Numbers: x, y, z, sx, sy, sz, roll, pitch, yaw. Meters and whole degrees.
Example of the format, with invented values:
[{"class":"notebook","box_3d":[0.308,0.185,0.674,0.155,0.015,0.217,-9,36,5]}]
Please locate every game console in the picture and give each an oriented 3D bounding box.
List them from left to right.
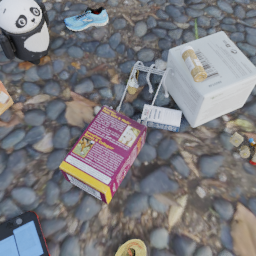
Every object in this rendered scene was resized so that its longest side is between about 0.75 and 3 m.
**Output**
[{"class":"game console","box_3d":[-3.390,3.689,8.703,1.618,0.284,1.829,-23,63,-12]}]

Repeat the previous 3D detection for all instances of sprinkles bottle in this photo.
[{"class":"sprinkles bottle","box_3d":[2.110,-2.081,9.085,0.450,0.450,1.318,-12,56,-7]}]

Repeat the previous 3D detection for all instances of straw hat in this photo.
[{"class":"straw hat","box_3d":[-0.058,3.831,8.455,1.253,1.253,0.530,-39,26,-19]}]

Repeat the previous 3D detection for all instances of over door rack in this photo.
[{"class":"over door rack","box_3d":[0.554,-1.292,10.716,1.794,0.809,2.429,24,84,44]}]

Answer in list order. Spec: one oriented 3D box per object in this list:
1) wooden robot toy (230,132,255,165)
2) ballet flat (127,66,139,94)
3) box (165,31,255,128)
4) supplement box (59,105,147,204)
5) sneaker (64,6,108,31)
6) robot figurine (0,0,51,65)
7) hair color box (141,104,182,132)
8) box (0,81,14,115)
[{"class":"wooden robot toy","box_3d":[4.743,0.768,10.211,2.137,0.942,0.970,22,28,12]},{"class":"ballet flat","box_3d":[0.202,-2.049,11.816,0.458,0.421,1.334,4,61,2]},{"class":"box","box_3d":[3.045,-1.837,10.699,2.466,2.112,2.454,-21,61,-12]},{"class":"supplement box","box_3d":[-0.764,0.876,9.612,1.782,1.405,2.723,27,64,14]},{"class":"sneaker","box_3d":[-2.026,-5.337,13.332,2.141,0.963,0.839,-17,62,-9]},{"class":"robot figurine","box_3d":[-4.158,-3.918,11.443,1.786,2.862,2.150,-8,61,-5]},{"class":"hair color box","box_3d":[1.284,-0.385,10.868,1.484,0.449,0.742,11,62,6]},{"class":"box","box_3d":[-5.356,-1.206,10.635,0.878,1.652,1.258,31,65,16]}]
